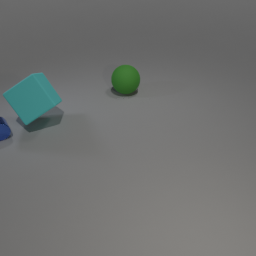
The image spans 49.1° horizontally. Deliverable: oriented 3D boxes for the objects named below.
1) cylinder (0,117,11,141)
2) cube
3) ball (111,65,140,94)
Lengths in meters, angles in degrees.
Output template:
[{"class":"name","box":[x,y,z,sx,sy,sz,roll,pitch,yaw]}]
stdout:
[{"class":"cylinder","box":[-4.848,0.017,10.517,0.700,0.700,0.700,-18,37,-26]},{"class":"cube","box":[-3.642,-1.172,10.888,1.400,1.400,1.400,-33,12,5]},{"class":"ball","box":[-0.110,-2.348,13.548,1.400,1.400,1.400,0,32,0]}]
